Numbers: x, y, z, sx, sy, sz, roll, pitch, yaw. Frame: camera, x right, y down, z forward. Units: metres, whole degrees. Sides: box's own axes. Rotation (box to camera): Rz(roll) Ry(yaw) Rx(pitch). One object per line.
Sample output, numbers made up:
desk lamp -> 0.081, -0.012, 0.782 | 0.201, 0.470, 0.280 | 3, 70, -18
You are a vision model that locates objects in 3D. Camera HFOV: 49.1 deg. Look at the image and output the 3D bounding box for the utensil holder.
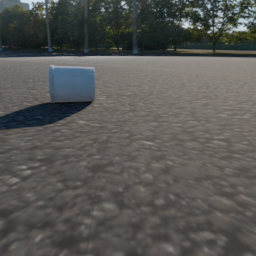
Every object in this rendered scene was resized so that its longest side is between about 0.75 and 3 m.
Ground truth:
utensil holder -> -2.045, -1.604, 10.333 | 1.590, 1.351, 1.351 | 0, 17, -11
